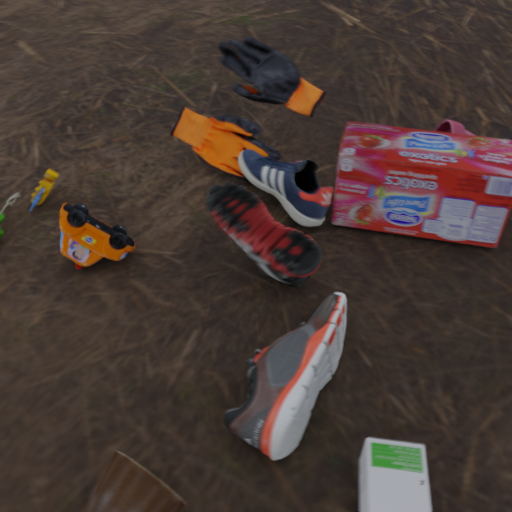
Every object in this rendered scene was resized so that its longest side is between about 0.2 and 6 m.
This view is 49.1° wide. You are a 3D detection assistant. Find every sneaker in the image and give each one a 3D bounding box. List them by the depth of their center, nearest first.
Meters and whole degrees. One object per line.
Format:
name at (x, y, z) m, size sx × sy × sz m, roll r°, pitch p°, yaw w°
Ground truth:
sneaker at (0.474, 1.506, 8.297) m, size 1.197 × 1.126 × 2.923 m, roll 15°, pitch 44°, yaw 24°
sneaker at (0.069, -0.310, 9.938) m, size 2.487 × 1.215 × 0.879 m, roll 39°, pitch 69°, yaw 21°
sneaker at (0.636, -1.671, 11.344) m, size 0.910 × 1.025 × 2.427 m, roll -17°, pitch 51°, yaw -46°

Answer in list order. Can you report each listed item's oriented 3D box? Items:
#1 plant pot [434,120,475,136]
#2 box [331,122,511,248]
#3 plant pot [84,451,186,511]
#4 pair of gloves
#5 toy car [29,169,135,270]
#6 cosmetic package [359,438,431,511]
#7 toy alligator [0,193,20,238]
plant pot at (4.486, -2.268, 12.369) m, size 1.091 × 1.219 × 1.219 m, roll 13°, pitch 42°, yaw -9°
box at (3.207, -1.433, 10.983) m, size 3.251 × 1.621 × 1.552 m, roll 9°, pitch 39°, yaw 10°
plant pot at (-1.610, 3.138, 6.638) m, size 1.084 × 1.084 × 1.159 m, roll 24°, pitch 60°, yaw 24°
pair of gloves at (-0.192, -3.195, 12.311) m, size 2.595 × 0.360 × 2.913 m, roll 32°, pitch 91°, yaw 2°
toy car at (-3.515, -0.606, 11.036) m, size 1.042 × 1.536 × 3.132 m, roll -58°, pitch 36°, yaw 4°
cosmetic package at (1.696, 3.089, 6.884) m, size 0.790 × 0.623 × 1.468 m, roll 5°, pitch 41°, yaw 3°
toy alligator at (-5.202, -0.423, 10.756) m, size 0.601 × 0.657 × 2.217 m, roll 49°, pitch 49°, yaw -10°
